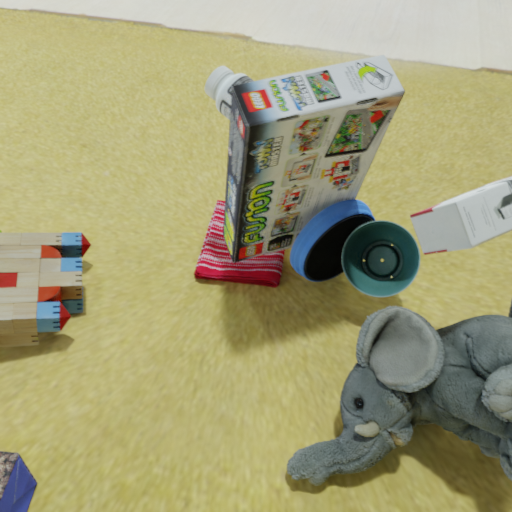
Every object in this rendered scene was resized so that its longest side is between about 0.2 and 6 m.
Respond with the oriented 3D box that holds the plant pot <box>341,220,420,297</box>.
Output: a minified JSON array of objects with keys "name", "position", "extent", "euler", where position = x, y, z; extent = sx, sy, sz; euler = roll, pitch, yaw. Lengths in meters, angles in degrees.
[{"name":"plant pot","position":[1.914,0.061,8.543],"extent":[1.129,0.757,1.129],"euler":[-1,86,16]}]

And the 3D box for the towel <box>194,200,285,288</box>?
[{"name":"towel","position":[-0.196,-0.270,9.824],"extent":[1.456,0.226,2.013],"euler":[6,45,5]}]

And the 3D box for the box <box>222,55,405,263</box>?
[{"name":"box","position":[0.576,-1.131,7.919],"extent":[1.962,3.566,0.619],"euler":[-15,67,-12]}]

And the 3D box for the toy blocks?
[{"name":"toy blocks","position":[-3.395,0.464,8.591],"extent":[1.668,1.219,2.440],"euler":[0,43,-17]}]

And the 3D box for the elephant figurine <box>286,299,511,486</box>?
[{"name":"elephant figurine","position":[1.951,1.612,6.958],"extent":[2.818,1.994,2.186],"euler":[1,14,23]}]

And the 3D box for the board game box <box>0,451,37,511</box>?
[{"name":"board game box","position":[-3.605,2.923,6.143],"extent":[1.783,0.864,1.422],"euler":[3,45,2]}]

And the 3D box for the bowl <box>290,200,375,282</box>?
[{"name":"bowl","position":[1.238,-0.196,8.756],"extent":[1.516,1.516,0.298],"euler":[-23,53,-21]}]

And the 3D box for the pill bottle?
[{"name":"pill bottle","position":[-0.157,-2.168,7.971],"extent":[1.169,0.647,0.647],"euler":[41,56,12]}]

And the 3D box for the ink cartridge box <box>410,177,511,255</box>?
[{"name":"ink cartridge box","position":[2.637,-0.509,6.504],"extent":[1.312,0.963,0.544],"euler":[-21,91,-17]}]
